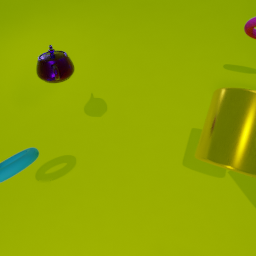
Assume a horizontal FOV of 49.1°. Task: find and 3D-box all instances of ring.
[{"bbox_3d":[3.411,-2.410,6.779,1.124,1.124,0.225,11,87,7],"label":"ring"},{"bbox_3d":[-2.144,0.697,5.170,1.079,1.079,0.216,-33,103,-20],"label":"ring"}]

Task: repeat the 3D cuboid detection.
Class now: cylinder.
[{"bbox_3d":[1.721,0.092,4.267,1.130,1.130,1.130,17,89,11],"label":"cylinder"}]

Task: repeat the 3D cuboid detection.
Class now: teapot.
[{"bbox_3d":[-1.390,-1.219,5.279,0.717,0.565,1.153,-12,37,-11],"label":"teapot"}]
